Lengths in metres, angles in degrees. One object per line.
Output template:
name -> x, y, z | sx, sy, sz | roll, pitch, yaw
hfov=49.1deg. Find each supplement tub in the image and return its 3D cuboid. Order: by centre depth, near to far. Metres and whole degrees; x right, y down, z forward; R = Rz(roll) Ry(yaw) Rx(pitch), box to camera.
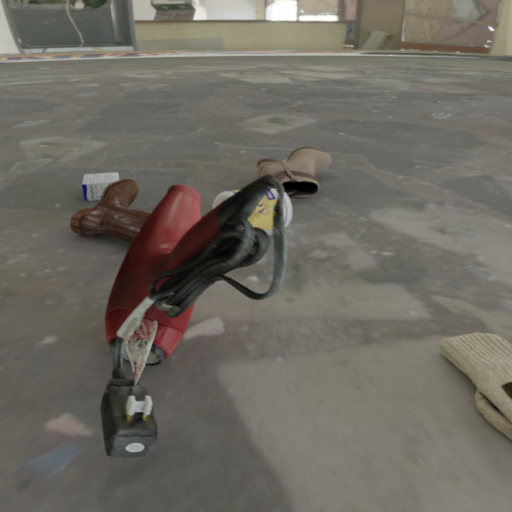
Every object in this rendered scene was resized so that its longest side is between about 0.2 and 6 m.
supplement tub -> -0.067, -0.780, 10.264 | 1.265, 0.919, 0.919 | -13, 28, -36

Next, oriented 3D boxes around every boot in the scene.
boot -> -2.157, -0.804, 10.758 | 2.110, 0.678, 1.967 | 9, 39, 26
boot -> 1.071, -1.893, 13.160 | 2.208, 0.775, 1.614 | -10, 33, -17

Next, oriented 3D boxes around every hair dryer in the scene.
hair dryer -> -0.711, 0.173, 6.516 | 1.059, 2.968, 3.897 | 33, 12, -28

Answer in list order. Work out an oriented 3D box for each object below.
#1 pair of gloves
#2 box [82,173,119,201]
pair of gloves -> 3.821, 1.429, 6.258 | 2.824, 0.495, 2.401 | -2, 25, -5
box -> -3.516, -1.576, 12.726 | 0.783, 0.411, 0.720 | -5, 26, -11
